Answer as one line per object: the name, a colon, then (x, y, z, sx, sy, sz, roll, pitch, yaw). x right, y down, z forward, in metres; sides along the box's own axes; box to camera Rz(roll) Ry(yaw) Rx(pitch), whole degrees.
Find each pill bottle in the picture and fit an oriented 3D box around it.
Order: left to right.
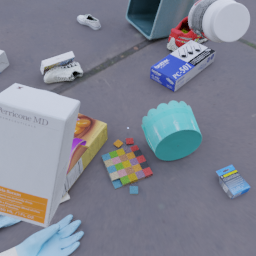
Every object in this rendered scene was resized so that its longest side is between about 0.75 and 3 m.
pill bottle: (1.631, -1.979, 5.145, 0.731, 0.731, 1.284, -4, 26, -4)

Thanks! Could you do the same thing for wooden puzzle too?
wooden puzzle: (-0.048, 1.047, 7.971, 1.137, 0.135, 1.917, -18, 51, -15)

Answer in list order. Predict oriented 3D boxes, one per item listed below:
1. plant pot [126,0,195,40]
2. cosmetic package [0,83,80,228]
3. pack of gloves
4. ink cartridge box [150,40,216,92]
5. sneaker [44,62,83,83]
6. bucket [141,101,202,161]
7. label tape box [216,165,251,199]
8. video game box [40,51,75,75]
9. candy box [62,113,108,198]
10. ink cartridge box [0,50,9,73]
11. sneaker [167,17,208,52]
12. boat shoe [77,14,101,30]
plant pot: (1.583, -5.416, 12.339, 2.266, 2.218, 2.224, -12, 48, -31)
cosmetic package: (-1.441, 0.459, 4.223, 1.011, 1.994, 0.710, 15, 27, -1)
pack of gloves: (-2.528, 2.334, 6.607, 2.641, 0.521, 2.219, -24, 54, -20)
ink cartridge box: (2.120, -2.434, 10.722, 1.197, 0.563, 2.547, 35, 58, 28)
sneaker: (-2.375, -1.972, 10.379, 1.487, 0.559, 0.603, -25, 62, -20)
bucket: (1.249, 0.123, 7.898, 1.593, 1.593, 1.036, -10, 50, -9)
label tape box: (2.795, 1.443, 7.552, 0.564, 0.248, 0.782, -18, 51, -15)
video game box: (-2.647, -2.411, 10.438, 1.183, 1.078, 0.277, -25, 96, -21)
candy box: (-1.828, 0.650, 7.873, 1.484, 0.718, 2.544, 21, 47, 18)
ink cartridge box: (-5.833, -2.634, 10.823, 2.000, 0.679, 1.160, 18, 51, 15)
sneaker: (2.784, -4.219, 11.844, 1.102, 1.215, 2.861, 33, 57, 26)
boat shoe: (-1.814, -5.069, 13.070, 1.465, 0.489, 0.539, 31, 56, 24)
